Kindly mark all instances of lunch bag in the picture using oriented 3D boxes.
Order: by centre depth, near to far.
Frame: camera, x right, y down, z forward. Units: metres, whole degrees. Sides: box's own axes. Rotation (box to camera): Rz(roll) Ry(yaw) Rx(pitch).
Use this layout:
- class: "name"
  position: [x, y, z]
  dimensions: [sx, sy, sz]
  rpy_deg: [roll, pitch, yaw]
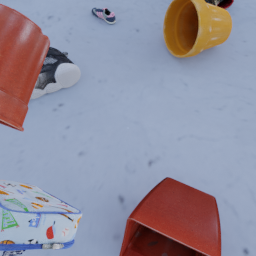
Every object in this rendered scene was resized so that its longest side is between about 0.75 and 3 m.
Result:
- class: "lunch bag"
  position: [-1.628, 1.322, 4.359]
  dimensions: [1.834, 1.470, 0.693]
  rpy_deg: [11, 83, 46]

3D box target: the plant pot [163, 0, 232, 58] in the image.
- class: "plant pot"
  position: [2.634, -3.680, 10.205]
  dimensions: [1.889, 2.063, 2.063]
  rpy_deg: [-11, 55, -26]

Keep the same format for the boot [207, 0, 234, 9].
- class: "boot"
  position: [3.479, -5.687, 12.218]
  dimensions: [1.981, 0.725, 1.491]
  rpy_deg: [-19, 57, -20]

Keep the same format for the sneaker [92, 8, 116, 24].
- class: "sneaker"
  position: [-1.023, -4.862, 11.741]
  dimensions: [1.298, 0.532, 0.455]
  rpy_deg: [34, 62, 21]

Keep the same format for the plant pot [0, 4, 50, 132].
- class: "plant pot"
  position: [-2.494, -1.157, 5.257]
  dimensions: [1.909, 1.909, 1.856]
  rpy_deg: [19, 79, 13]

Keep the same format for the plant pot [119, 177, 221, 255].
- class: "plant pot"
  position: [1.047, 2.244, 6.273]
  dimensions: [1.841, 1.843, 1.624]
  rpy_deg: [22, 43, 14]

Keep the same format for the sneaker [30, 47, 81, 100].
- class: "sneaker"
  position: [-3.077, -1.905, 9.497]
  dimensions: [2.669, 1.007, 1.519]
  rpy_deg: [-18, 57, -19]
